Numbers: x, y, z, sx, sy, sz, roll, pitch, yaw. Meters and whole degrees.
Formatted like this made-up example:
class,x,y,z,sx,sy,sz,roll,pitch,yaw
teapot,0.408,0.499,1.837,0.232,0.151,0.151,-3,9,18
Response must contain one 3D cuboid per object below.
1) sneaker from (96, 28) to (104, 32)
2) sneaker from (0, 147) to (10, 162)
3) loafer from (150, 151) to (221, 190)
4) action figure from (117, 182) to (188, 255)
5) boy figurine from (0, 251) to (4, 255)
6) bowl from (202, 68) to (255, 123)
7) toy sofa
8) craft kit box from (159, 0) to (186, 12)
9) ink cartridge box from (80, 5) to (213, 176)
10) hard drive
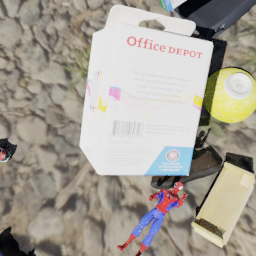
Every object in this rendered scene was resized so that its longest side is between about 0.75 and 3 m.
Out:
class,x,y,z,sx,sy,sz,roll,pitch,yaw
sneaker,-0.529,-1.690,7.421,0.774,0.880,2.080,-21,75,-5
sneaker,-3.536,0.520,6.994,1.128,0.477,0.423,14,74,4
loafer,1.336,1.015,6.816,1.800,0.657,0.642,-13,70,-14
action figure,0.436,1.356,4.365,0.476,0.722,1.458,34,68,21
boy figurine,-2.729,3.386,6.118,1.122,0.582,1.805,-34,77,-9
bowl,2.751,-0.968,7.252,1.515,0.815,1.515,0,74,-1
toy sofa,2.263,1.790,6.581,0.736,0.867,1.777,24,74,33
craft kit box,1.204,-3.637,5.621,1.777,1.799,0.437,-30,44,3
ink cartridge box,0.210,-0.627,4.850,1.610,1.569,2.505,5,100,-21
hard drive,2.682,-3.819,8.107,2.458,0.520,1.658,-41,78,-4
